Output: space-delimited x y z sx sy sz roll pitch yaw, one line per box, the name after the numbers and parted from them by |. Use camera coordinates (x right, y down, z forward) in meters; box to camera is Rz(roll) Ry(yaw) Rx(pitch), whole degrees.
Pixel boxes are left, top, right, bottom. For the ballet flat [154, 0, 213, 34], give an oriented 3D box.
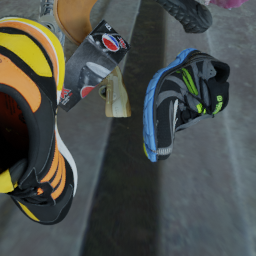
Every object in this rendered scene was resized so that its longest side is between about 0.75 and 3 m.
0.941 -2.975 6.558 0.809 2.847 0.946 -14 62 46 | ballet flat

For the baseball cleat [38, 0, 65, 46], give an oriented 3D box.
-1.865 -2.941 7.148 0.876 2.512 1.337 4 9 -9 | baseball cleat

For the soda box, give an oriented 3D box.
-0.883 -1.128 5.599 0.741 2.094 0.663 42 50 -14 | soda box

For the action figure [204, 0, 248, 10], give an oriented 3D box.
2.065 -3.349 5.683 1.382 1.243 1.855 34 9 39 | action figure

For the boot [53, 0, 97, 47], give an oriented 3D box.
-0.665 -2.483 5.097 1.499 1.931 0.740 -5 30 27 | boot

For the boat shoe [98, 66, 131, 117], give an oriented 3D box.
-0.362 -0.852 6.148 0.574 0.639 1.728 -11 38 -5 | boat shoe

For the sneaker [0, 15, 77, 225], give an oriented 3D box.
-0.893 0.283 2.273 0.744 2.127 0.957 6 36 1 | sneaker

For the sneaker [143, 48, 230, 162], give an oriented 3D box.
1.075 -0.540 4.799 1.191 1.019 2.874 19 45 21 | sneaker
